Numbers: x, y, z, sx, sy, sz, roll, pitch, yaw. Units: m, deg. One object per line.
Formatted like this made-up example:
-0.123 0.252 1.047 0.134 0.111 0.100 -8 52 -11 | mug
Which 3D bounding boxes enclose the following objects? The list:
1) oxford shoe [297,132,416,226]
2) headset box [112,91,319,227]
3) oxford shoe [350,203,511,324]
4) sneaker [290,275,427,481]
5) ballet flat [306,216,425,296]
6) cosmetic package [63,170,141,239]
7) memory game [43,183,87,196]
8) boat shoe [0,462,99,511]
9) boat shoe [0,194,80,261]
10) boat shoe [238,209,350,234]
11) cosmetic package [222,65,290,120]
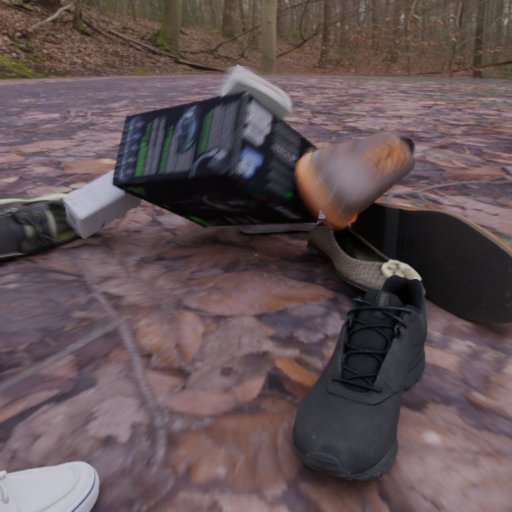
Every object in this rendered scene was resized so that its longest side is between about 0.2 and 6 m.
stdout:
1.652 -1.407 8.635 1.256 1.228 3.445 -35 1 29 | oxford shoe
-0.639 -1.411 9.213 2.726 1.265 2.374 1 -14 36 | headset box
2.877 -0.116 8.312 1.301 1.302 3.650 -1 20 -22 | oxford shoe
1.075 1.022 5.492 1.025 1.225 2.699 11 26 21 | sneaker
1.571 -0.028 8.455 0.976 0.671 2.896 12 13 -21 | ballet flat
-2.677 -0.968 9.885 1.304 0.736 0.529 -37 76 -25 | cosmetic package
-3.702 -1.363 12.763 2.215 0.141 2.215 0 21 0 | memory game
-2.039 1.898 4.096 1.810 0.632 0.642 -15 27 -33 | boat shoe
-3.799 -0.540 9.622 0.889 0.967 2.706 3 17 26 | boat shoe
0.978 -0.998 10.810 2.712 0.906 0.998 -8 22 -19 | boat shoe
-0.003 -2.563 9.094 1.019 0.526 0.444 25 41 -22 | cosmetic package
